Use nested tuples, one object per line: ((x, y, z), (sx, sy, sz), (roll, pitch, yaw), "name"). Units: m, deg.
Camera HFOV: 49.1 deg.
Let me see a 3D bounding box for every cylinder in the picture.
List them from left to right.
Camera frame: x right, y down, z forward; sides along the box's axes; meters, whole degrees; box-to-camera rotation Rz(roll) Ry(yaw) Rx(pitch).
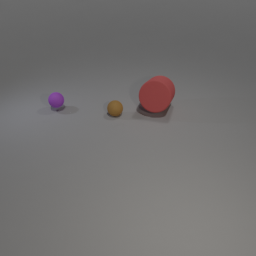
((1.301, -1.518, 12.331), (1.400, 1.400, 1.400), (9, 20, 13), "cylinder")

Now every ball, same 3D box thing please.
((-3.215, -1.254, 12.546), (0.700, 0.700, 0.700), (0, 33, 0), "ball")
((-0.565, -0.863, 12.253), (0.700, 0.700, 0.700), (0, 33, 0), "ball")
